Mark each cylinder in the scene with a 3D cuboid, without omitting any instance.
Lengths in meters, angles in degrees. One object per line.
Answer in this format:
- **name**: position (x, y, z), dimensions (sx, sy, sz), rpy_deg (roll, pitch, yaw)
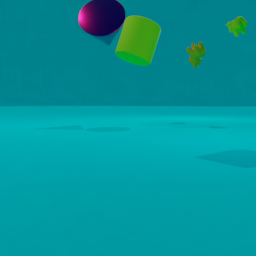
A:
- **cylinder**: position (0.340, -2.892, 9.404), dimensions (1.247, 1.247, 1.247), rpy_deg (17, 0, 0)

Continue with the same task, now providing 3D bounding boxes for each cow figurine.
- **cow figurine**: position (2.964, -3.082, 11.950), dimensions (0.599, 1.074, 1.091), rpy_deg (-41, 21, -14)
- **cow figurine**: position (4.028, -3.832, 10.382), dimensions (0.509, 0.913, 0.928), rpy_deg (-20, -25, 3)

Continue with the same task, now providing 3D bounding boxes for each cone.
- **cone**: position (-0.823, -3.558, 10.354), dimensions (1.638, 1.638, 1.644), rpy_deg (0, -20, 6)
